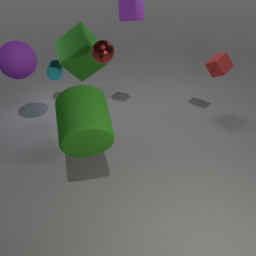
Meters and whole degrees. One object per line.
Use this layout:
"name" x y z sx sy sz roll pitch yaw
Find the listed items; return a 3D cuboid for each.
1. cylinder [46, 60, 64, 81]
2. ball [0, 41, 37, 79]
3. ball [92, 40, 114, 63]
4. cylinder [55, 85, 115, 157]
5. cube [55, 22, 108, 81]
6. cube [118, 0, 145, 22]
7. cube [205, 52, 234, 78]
"cylinder" -3.360 -2.664 12.923 0.700 0.700 0.700 -1 43 -2
"ball" -4.115 -2.519 10.409 1.400 1.400 1.400 0 31 0
"ball" -0.773 -2.357 8.663 0.700 0.700 0.700 0 31 0
"cylinder" -1.150 -0.164 7.361 1.400 1.400 1.400 -7 57 -12
"cube" -1.889 -3.051 11.348 1.400 1.400 1.400 -30 56 17
"cube" 0.133 -4.246 10.104 0.700 0.700 0.700 8 25 27
"cube" 3.759 -2.603 11.552 0.700 0.700 0.700 -44 19 -19
